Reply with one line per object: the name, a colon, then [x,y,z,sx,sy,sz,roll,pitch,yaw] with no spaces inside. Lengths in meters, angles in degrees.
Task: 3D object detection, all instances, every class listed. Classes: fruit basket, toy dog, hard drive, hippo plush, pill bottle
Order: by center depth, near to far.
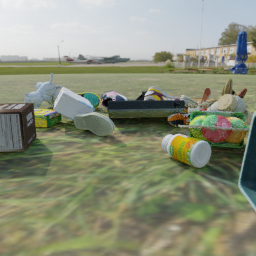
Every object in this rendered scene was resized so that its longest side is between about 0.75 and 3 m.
pill bottle: [1.413,0.520,7.026,0.657,0.657,1.183,-9,16,-34]
fruit basket: [2.533,-0.064,7.814,2.172,1.099,2.345,3,-6,14]
toy dog: [3.603,-0.985,11.048,2.800,1.348,1.846,21,-16,41]
hard drive: [0.628,-0.762,11.418,2.907,0.478,2.028,-1,-4,-3]
hippo plush: [-4.302,-1.469,14.255,2.024,1.612,1.627,-11,32,51]

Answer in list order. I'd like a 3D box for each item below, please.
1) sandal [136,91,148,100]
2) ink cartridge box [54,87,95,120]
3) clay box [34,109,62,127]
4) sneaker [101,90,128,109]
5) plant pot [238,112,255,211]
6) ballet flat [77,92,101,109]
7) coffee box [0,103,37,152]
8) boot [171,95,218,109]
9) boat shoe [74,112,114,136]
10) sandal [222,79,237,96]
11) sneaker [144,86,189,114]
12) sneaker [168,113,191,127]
sandal: [0.711,-1.439,13.896,0.663,1.042,2.771,45,27,8]
ink cartridge box: [-2.265,-0.949,11.586,1.370,0.789,2.366,28,6,-18]
clay box: [-3.910,-0.437,11.165,2.164,0.515,1.243,4,14,12]
sneaker: [-0.980,-1.405,14.230,1.088,0.930,2.652,-4,13,-29]
plant pot: [3.009,0.693,4.646,1.611,1.577,1.582,6,14,2]
ballet flat: [-2.213,-1.448,14.833,2.549,0.852,0.854,8,-2,36]
coffee box: [-4.355,-0.035,8.169,2.943,1.173,1.683,-2,14,-8]
boot: [2.745,-1.189,13.562,2.615,0.865,2.290,14,20,42]
boat shoe: [-1.105,-0.207,9.756,0.663,0.795,2.131,-18,17,-37]
sandal: [4.459,-1.256,12.137,0.502,1.858,0.746,9,-26,-9]
sneaker: [1.835,-1.018,12.930,2.306,0.864,1.039,23,56,6]
sneaker: [1.942,-0.315,10.926,1.383,0.524,0.636,-2,5,-41]
